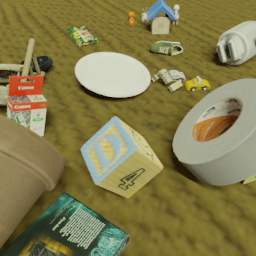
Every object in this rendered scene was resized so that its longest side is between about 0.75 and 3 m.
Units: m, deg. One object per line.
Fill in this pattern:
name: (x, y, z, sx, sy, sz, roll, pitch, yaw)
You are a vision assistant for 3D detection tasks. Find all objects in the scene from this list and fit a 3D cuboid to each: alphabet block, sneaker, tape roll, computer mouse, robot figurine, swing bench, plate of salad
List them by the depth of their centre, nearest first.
alphabet block: (-0.156, 0.730, 6.744, 1.254, 1.277, 1.247, -41, 48, 11)
tape roll: (2.408, 0.049, 6.889, 2.690, 0.889, 2.690, -40, 21, 19)
swing bench: (-4.511, -1.655, 9.474, 2.527, 1.648, 2.541, 4, 52, 3)
plate of salad: (-0.563, -1.975, 10.535, 2.836, 0.681, 2.836, 7, 46, -7)
computer mouse: (-4.392, -2.174, 11.001, 2.959, 0.504, 0.867, -17, 44, -9)
robot figurine: (4.768, -3.564, 11.691, 2.576, 1.454, 2.184, -32, 24, -30)
sneaker: (1.745, -3.489, 12.317, 1.469, 0.493, 0.660, -6, 38, -11)

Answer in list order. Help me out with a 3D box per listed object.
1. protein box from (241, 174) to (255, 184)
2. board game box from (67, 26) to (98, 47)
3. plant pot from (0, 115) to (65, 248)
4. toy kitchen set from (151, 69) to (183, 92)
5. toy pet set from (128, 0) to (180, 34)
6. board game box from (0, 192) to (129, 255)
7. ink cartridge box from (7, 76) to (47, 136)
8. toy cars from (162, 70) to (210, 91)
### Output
protein box: (3.404, 0.572, 7.240, 1.300, 1.290, 0.877, -14, 44, -15)
board game box: (-2.250, -4.510, 13.684, 0.979, 0.219, 1.869, -19, 45, -18)
plant pot: (-3.046, 1.328, 5.678, 2.843, 2.843, 2.480, 11, 60, 12)
toy kitchen set: (1.456, -1.742, 10.573, 0.539, 0.733, 0.915, -31, 87, -30)
toy pet set: (1.392, -5.998, 14.398, 2.721, 1.445, 2.541, -1, 42, 0)
board game box: (-1.533, 2.762, 5.487, 1.910, 0.398, 2.824, 25, 48, 25)
ink cartridge box: (-2.858, -0.556, 7.941, 0.993, 1.822, 0.459, -9, 38, -37)
toy cars: (2.182, -1.865, 10.591, 1.888, 0.418, 0.846, 24, 47, 24)
